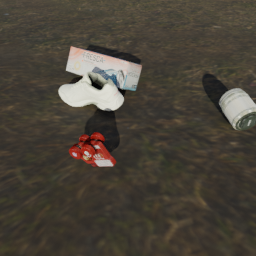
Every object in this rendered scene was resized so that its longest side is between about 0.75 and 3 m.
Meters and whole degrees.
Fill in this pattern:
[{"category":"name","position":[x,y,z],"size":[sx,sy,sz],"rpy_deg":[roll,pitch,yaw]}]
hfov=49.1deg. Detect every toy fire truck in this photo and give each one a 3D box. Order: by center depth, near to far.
[{"category":"toy fire truck","position":[-0.776,0.561,6.091],"size":[0.916,0.769,0.513],"rpy_deg":[-10,32,39]}]

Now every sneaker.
[{"category":"sneaker","position":[-1.194,-1.229,8.324],"size":[2.207,1.097,0.860],"rpy_deg":[7,47,25]}]

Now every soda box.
[{"category":"soda box","position":[-0.893,-2.069,9.651],"size":[2.667,0.912,0.848],"rpy_deg":[23,15,32]}]

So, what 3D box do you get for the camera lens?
[{"category":"camera lens","position":[3.006,-0.485,7.518],"size":[0.782,0.782,0.978],"rpy_deg":[-9,50,-12]}]
